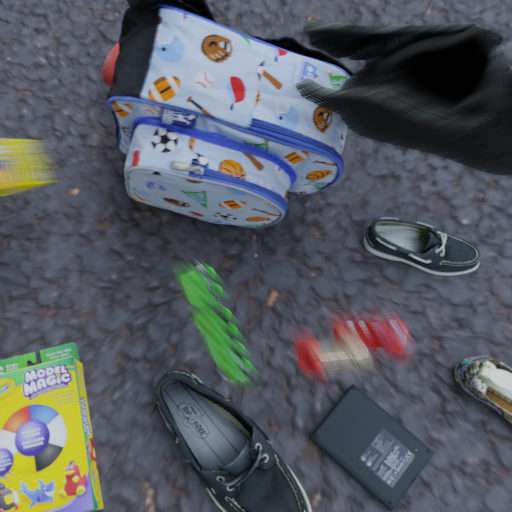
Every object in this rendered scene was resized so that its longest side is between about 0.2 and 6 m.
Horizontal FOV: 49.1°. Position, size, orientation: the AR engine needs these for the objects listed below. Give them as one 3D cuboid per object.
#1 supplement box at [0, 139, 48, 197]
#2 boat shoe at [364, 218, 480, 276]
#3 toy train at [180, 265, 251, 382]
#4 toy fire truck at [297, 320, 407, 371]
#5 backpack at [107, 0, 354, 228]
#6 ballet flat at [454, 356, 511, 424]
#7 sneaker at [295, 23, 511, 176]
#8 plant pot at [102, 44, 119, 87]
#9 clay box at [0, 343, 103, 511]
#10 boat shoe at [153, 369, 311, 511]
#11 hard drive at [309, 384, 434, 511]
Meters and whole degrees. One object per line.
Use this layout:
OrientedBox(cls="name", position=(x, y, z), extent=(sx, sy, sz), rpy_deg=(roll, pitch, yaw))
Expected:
OrientedBox(cls="supplement box", position=(-3.667, -1.245, 8.007), extent=(0.700, 1.278, 0.695), rpy_deg=(-16, 99, 7))
OrientedBox(cls="boat shoe", position=(2.795, -0.166, 9.300), extent=(1.961, 0.591, 0.741), rpy_deg=(8, 67, 3))
OrientedBox(cls="toy train", position=(-0.467, 0.783, 6.330), extent=(0.396, 0.293, 1.405), rpy_deg=(-19, 93, 34))
OrientedBox(cls="toy fire truck", position=(1.091, 0.998, 6.294), extent=(1.119, 0.789, 0.273), rpy_deg=(-3, 105, 22))
OrientedBox(cls="backpack", position=(-0.359, -1.937, 8.513), extent=(3.549, 3.726, 2.870), rpy_deg=(5, 89, -11))
OrientedBox(cls="ballet flat", position=(4.006, 2.185, 8.219), extent=(2.189, 0.787, 0.787), rpy_deg=(31, 70, 12))
OrientedBox(cls="sneaker", position=(2.439, -1.783, 6.498), extent=(4.100, 2.138, 1.231), rpy_deg=(9, 93, -2))
OrientedBox(cls="plant pot", position=(-2.125, -3.360, 10.469), extent=(0.998, 1.128, 1.128), rpy_deg=(43, 73, 5))
OrientedBox(cls="clay box", position=(-3.183, 2.554, 8.133), extent=(1.452, 0.601, 2.527), rpy_deg=(-14, 68, -7))
OrientedBox(cls="boat shoe", position=(-0.381, 2.746, 7.837), extent=(1.124, 0.998, 3.008), rpy_deg=(-36, 71, -14))
OrientedBox(cls="hard drive", position=(1.686, 2.778, 8.232), extent=(1.506, 0.248, 1.051), rpy_deg=(39, 72, 15))
